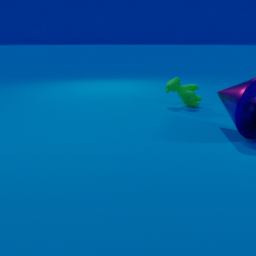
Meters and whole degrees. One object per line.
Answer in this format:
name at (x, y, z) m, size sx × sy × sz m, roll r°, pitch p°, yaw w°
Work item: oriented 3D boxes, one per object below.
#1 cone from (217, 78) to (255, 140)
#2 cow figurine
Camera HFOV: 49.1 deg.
cone at (2.824, -0.735, 7.210) m, size 1.596 × 1.596 × 1.602 m, roll -8°, pitch 23°, yaw -22°
cow figurine at (1.921, -1.250, 9.877) m, size 1.147 × 1.166 × 0.640 m, roll 8°, pitch 55°, yaw 36°
